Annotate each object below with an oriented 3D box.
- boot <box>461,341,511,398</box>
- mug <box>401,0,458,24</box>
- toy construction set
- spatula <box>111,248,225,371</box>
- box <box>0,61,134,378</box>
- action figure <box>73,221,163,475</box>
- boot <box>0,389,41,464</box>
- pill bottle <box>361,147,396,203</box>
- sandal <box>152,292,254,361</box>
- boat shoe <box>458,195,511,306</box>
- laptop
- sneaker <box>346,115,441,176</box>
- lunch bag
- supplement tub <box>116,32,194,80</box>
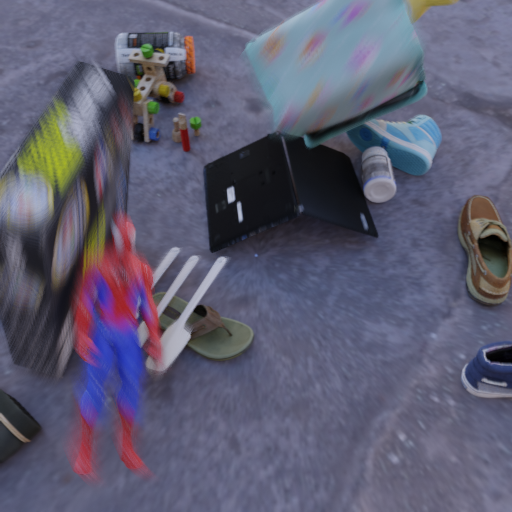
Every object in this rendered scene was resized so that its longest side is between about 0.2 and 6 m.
[{"bbox_3d":[3.896,1.565,7.750,1.904,0.860,0.692,-4,54,-3],"label":"boot"},{"bbox_3d":[2.735,-4.672,9.664,1.144,1.429,1.173,43,68,-20],"label":"mug"},{"bbox_3d":[-1.916,-3.070,10.720,1.947,1.496,1.623,39,63,24],"label":"toy construction set"},{"bbox_3d":[-1.350,0.724,8.485,1.422,0.164,2.046,9,53,35],"label":"spatula"},{"bbox_3d":[-2.474,-0.339,7.450,0.757,3.419,2.739,16,52,-3],"label":"box"},{"bbox_3d":[-1.630,1.023,6.573,0.940,0.743,2.874,3,86,-22],"label":"action figure"},{"bbox_3d":[-4.154,2.136,7.421,2.155,0.835,1.491,33,66,23],"label":"boot"},{"bbox_3d":[2.188,-1.487,10.126,0.562,0.562,0.988,2,49,1],"label":"pill bottle"},{"bbox_3d":[-0.900,1.010,8.367,1.794,0.512,0.712,21,57,14],"label":"sandal"},{"bbox_3d":[3.810,-0.212,9.093,0.785,0.767,2.076,4,54,3],"label":"boat shoe"},{"bbox_3d":[0.506,-1.010,9.928,2.549,1.316,2.259,-23,45,15],"label":"laptop"},{"bbox_3d":[2.672,-2.361,10.710,1.804,0.717,1.178,33,62,11],"label":"sneaker"},{"bbox_3d":[1.476,-3.002,9.236,2.406,2.825,1.723,-22,85,18],"label":"lunch bag"},{"bbox_3d":[-2.113,-4.241,11.894,1.566,0.960,0.960,-2,54,-1],"label":"supplement tub"}]
